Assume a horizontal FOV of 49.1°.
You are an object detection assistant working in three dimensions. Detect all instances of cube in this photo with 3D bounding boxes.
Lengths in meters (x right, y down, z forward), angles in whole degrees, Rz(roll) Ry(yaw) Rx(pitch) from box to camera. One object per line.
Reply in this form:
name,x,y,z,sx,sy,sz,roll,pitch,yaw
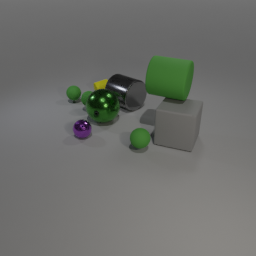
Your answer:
cube,1.821,-0.193,10.107,1.400,1.400,1.400,11,30,20

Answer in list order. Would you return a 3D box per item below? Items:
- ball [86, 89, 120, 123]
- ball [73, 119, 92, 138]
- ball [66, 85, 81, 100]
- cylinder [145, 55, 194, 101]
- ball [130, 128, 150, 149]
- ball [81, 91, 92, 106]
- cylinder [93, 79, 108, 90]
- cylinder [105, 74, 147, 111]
ball,-1.023,-0.898,11.412,1.400,1.400,1.400,0,28,0
ball,-1.706,0.028,10.454,0.700,0.700,0.700,0,28,0
ball,-2.574,-1.666,13.298,0.700,0.700,0.700,0,28,0
cylinder,1.498,-1.786,9.993,1.400,1.400,1.400,14,31,19
ball,0.411,0.345,9.491,0.700,0.700,0.700,0,28,0
ball,-1.717,-1.284,12.358,0.700,0.700,0.700,0,28,0
cylinder,-1.300,-2.045,14.164,0.700,0.700,0.700,-21,34,-16
cylinder,-0.101,-1.646,12.784,1.400,1.400,1.400,-25,37,-38
